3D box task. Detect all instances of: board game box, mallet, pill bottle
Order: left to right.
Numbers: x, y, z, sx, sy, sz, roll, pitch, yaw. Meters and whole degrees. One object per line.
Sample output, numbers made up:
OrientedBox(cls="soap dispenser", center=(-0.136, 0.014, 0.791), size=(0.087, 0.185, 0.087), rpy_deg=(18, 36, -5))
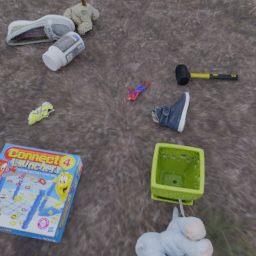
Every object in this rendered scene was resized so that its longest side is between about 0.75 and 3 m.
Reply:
OrientedBox(cls="board game box", center=(-2.835, 1.808, 8.164), size=(2.465, 0.689, 2.413), rpy_deg=(8, 56, 6))
OrientedBox(cls="pill bottle", center=(-2.647, -3.133, 11.492), size=(0.934, 0.934, 1.641), rpy_deg=(30, 60, 19))
OrientedBox(cls="mallet", center=(3.095, -2.155, 11.162), size=(2.516, 0.518, 0.829), rpy_deg=(-4, 51, -9))

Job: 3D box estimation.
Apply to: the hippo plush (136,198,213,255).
OrientedBox(cls="hippo plush", center=(1.007, 2.858, 6.892), size=(1.600, 1.585, 1.990), rpy_deg=(-16, 57, -12))

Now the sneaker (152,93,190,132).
OrientedBox(cls="sneaker", center=(1.523, -0.728, 9.986), size=(1.201, 0.632, 1.662), rpy_deg=(15, 57, 7))

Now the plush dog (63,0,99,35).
OrientedBox(cls="plush dog", center=(-2.351, -5.190, 12.888), size=(1.464, 1.367, 1.704), rpy_deg=(-3, 51, 27))

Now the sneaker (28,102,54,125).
OrientedBox(cls="sneaker", center=(-3.100, -0.505, 9.976), size=(0.414, 0.409, 1.084), rpy_deg=(30, 62, 20))

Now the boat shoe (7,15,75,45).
OrientedBox(cls="boat shoe", center=(-3.789, -4.150, 12.182), size=(2.957, 1.090, 0.948), rpy_deg=(-3, 61, 3))

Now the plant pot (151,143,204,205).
OrientedBox(cls="plant pot", center=(1.368, 1.409, 8.091), size=(1.412, 1.281, 1.405), rpy_deg=(8, 55, 5))

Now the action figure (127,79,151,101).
OrientedBox(cls="action figure", center=(0.361, -1.508, 10.588), size=(0.399, 0.605, 1.223), rpy_deg=(33, 64, 21))
